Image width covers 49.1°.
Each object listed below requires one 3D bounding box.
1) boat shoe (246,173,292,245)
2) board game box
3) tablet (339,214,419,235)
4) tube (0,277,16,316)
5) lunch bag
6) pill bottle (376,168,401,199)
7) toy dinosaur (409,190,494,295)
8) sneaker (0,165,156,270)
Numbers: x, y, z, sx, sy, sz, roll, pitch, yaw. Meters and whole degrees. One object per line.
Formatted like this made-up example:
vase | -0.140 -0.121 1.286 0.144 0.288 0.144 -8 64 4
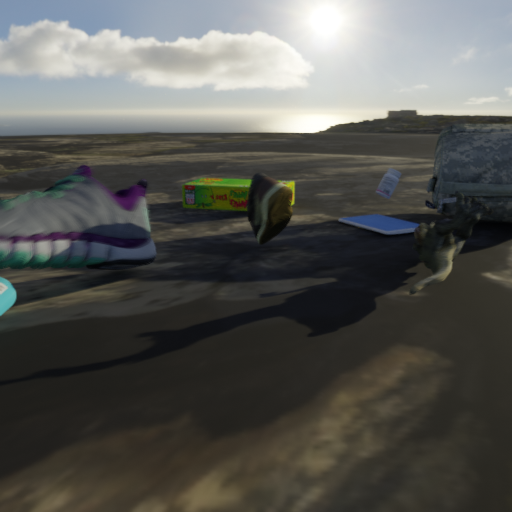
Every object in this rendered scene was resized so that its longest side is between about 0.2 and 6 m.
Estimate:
boat shoe | 0.171 -0.806 9.380 0.712 0.655 1.993 -38 -13 -13
board game box | -0.425 -1.532 13.985 2.529 0.602 1.285 5 16 16
tablet | 2.617 -0.660 11.690 1.088 0.114 1.672 -8 16 -25
tube | -3.258 0.753 6.169 0.680 0.443 1.757 -6 19 6
lunch bag | 5.154 -1.706 11.990 2.848 1.984 2.388 4 22 17
pill bottle | 2.685 -1.467 11.331 0.314 0.554 0.314 27 5 -2
toy dinosaur | 2.753 -0.255 8.051 0.704 1.307 2.965 36 19 7
sneaker | -2.909 -0.567 7.618 1.236 1.454 3.321 -9 -8 42
